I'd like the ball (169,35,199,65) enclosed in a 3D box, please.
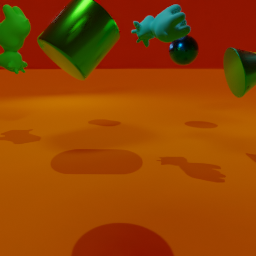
[{"bbox_3d":[1.827,-2.552,9.196,0.969,0.969,0.969,0,13,0],"label":"ball"}]

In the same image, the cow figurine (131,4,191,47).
[{"bbox_3d":[0.628,-2.019,5.725,1.132,0.631,1.150,-23,32,17],"label":"cow figurine"}]

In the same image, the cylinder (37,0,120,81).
[{"bbox_3d":[-1.043,-1.914,6.047,1.280,1.280,1.280,36,-10,7],"label":"cylinder"}]

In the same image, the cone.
[{"bbox_3d":[2.673,-1.257,5.727,1.055,1.051,1.051,-15,13,1],"label":"cone"}]

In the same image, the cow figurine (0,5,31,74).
[{"bbox_3d":[-3.205,-2.406,7.880,1.549,1.524,0.850,-34,4,23],"label":"cow figurine"}]

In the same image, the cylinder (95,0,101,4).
[{"bbox_3d":[-1.455,-4.244,9.835,0.788,0.788,0.788,24,10,-5],"label":"cylinder"}]
